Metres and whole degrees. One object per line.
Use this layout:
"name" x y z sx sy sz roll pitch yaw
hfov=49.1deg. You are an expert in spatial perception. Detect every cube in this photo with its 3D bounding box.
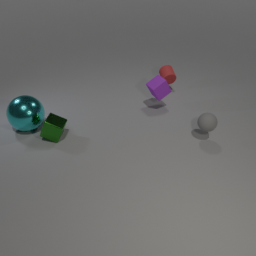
"cube" 1.326 -1.742 12.102 0.700 0.700 0.700 -38 39 0
"cube" -2.746 -0.011 10.372 0.700 0.700 0.700 23 31 -9

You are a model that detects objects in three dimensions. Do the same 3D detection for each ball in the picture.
"ball" -3.933 -0.564 10.798 1.400 1.400 1.400 0 32 0
"ball" 2.865 -0.208 10.104 0.700 0.700 0.700 0 32 0

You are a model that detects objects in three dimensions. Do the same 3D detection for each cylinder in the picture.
"cylinder" 1.958 -2.631 13.849 0.700 0.700 0.700 -7 55 -11
